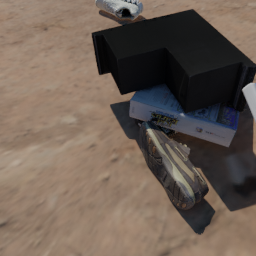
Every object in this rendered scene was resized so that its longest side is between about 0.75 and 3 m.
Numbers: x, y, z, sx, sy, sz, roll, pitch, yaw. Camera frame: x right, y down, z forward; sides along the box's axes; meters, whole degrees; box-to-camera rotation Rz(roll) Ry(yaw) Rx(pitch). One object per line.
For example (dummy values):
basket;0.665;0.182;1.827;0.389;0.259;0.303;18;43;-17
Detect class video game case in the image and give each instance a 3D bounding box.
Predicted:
video game case;1.671;-0.925;7.376;2.475;0.621;2.731;17;45;15
video game case;3.572;0.407;5.595;2.400;0.303;2.634;5;62;-31

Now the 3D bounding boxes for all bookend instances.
bookend;0.882;-1.355;6.546;2.740;1.270;2.758;-17;49;-10

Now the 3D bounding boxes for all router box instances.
router box;0.715;-0.083;7.119;0.690;0.236;0.926;-29;56;-22

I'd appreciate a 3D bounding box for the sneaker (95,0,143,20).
sneaker;-0.422;-4.584;10.641;1.931;0.725;0.783;17;61;15

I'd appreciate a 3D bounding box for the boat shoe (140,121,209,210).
boat shoe;0.966;0.724;6.191;0.795;0.808;2.170;-15;60;-24
